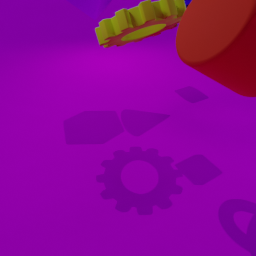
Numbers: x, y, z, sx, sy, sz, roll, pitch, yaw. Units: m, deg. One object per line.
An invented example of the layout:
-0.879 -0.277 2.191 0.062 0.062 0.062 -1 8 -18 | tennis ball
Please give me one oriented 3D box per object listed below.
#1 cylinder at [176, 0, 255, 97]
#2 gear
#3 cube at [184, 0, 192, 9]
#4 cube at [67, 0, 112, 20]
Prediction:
1.256 -0.993 3.159 1.034 1.034 1.034 19 22 -32 | cylinder
0.296 -2.307 6.254 2.013 0.372 2.013 -17 7 2 | gear
1.747 -2.642 6.440 0.743 0.743 0.743 -17 7 -29 | cube
-1.030 -4.202 7.993 1.251 1.251 1.251 34 68 -5 | cube
